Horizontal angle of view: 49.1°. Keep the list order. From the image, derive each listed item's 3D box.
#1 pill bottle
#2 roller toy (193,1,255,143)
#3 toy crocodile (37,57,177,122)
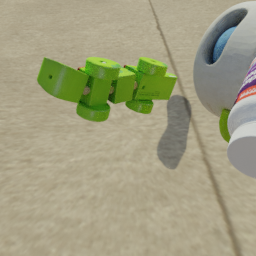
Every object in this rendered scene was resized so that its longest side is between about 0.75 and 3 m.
[{"bbox_3d":[0.927,-0.110,1.783,0.485,0.485,0.870,20,51,21],"label":"pill bottle"},{"bbox_3d":[1.663,-0.728,3.442,1.679,1.531,1.173,-19,29,-18],"label":"roller toy"},{"bbox_3d":[-0.143,-0.715,4.480,2.586,0.873,0.798,-10,36,-42],"label":"toy crocodile"}]
